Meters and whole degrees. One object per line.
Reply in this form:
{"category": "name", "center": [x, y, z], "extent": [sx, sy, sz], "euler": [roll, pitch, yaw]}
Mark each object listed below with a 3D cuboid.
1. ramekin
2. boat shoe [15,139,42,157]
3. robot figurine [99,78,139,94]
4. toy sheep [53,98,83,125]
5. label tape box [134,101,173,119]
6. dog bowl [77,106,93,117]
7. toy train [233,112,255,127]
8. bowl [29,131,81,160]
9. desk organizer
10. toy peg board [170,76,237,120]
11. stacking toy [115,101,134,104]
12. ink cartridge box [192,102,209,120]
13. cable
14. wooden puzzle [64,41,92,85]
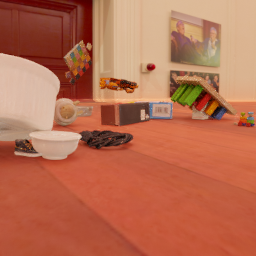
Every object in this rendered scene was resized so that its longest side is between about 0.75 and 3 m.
{"category": "ramekin", "center": [-3.013, -0.554, 6.626], "extent": [2.696, 1.314, 2.696], "euler": [-2, -15, -1]}
{"category": "boat shoe", "center": [-2.245, 0.445, 6.369], "extent": [0.789, 0.358, 0.279], "euler": [2, 8, 16]}
{"category": "robot figurine", "center": [-0.452, -2.153, 14.235], "extent": [1.968, 0.573, 1.427], "euler": [8, -2, -1]}
{"category": "toy sheep", "center": [-2.676, -0.685, 11.853], "extent": [1.249, 1.249, 1.811], "euler": [-4, -1, -28]}
{"category": "label tape box", "center": [1.487, -1.072, 15.709], "extent": [2.006, 0.925, 2.799], "euler": [1, 9, 9]}
{"category": "dog bowl", "center": [-2.981, -0.991, 16.455], "extent": [1.883, 0.552, 1.883], "euler": [1, 8, 0]}
{"category": "toy train", "center": [4.782, -0.392, 11.758], "extent": [0.437, 0.597, 1.032], "euler": [-5, 10, -40]}
{"category": "bowl", "center": [-1.591, 0.387, 6.138], "extent": [1.115, 0.501, 1.115], "euler": [4, 8, -1]}
{"category": "desk organizer", "center": [-0.064, -0.690, 12.842], "extent": [1.004, 0.936, 2.609], "euler": [2, 8, 34]}
{"category": "toy peg board", "center": [3.694, -1.316, 14.677], "extent": [2.722, 1.337, 2.733], "euler": [38, 1, -18]}
{"category": "stacking toy", "center": [-0.383, -1.003, 17.530], "extent": [1.679, 0.709, 1.520], "euler": [2, 33, 36]}
{"category": "ink cartridge box", "center": [3.740, -0.893, 14.452], "extent": [0.647, 0.890, 0.644], "euler": [7, 7, 39]}
{"category": "cable", "center": [-0.516, 0.305, 7.631], "extent": [1.337, 0.416, 1.639], "euler": [0, 3, -39]}
{"category": "wooden puzzle", "center": [-1.867, -2.534, 10.569], "extent": [0.124, 1.047, 1.765], "euler": [15, 57, 31]}
